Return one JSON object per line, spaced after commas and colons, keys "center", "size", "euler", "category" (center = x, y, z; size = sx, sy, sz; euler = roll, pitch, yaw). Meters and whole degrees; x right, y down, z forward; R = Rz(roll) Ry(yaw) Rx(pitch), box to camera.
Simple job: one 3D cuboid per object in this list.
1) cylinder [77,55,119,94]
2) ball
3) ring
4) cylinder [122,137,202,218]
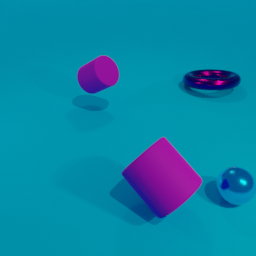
{"center": [-0.900, -1.587, 8.431], "size": [0.924, 0.924, 0.924], "euler": [-14, 16, 45], "category": "cylinder"}
{"center": [2.155, 1.151, 5.604], "size": [0.754, 0.754, 0.754], "euler": [0, 33, 0], "category": "ball"}
{"center": [3.021, -1.776, 10.175], "size": [2.032, 0.406, 2.032], "euler": [-2, 22, 1], "category": "ring"}
{"center": [0.624, 0.917, 5.278], "size": [1.091, 1.091, 1.091], "euler": [49, 49, 8], "category": "cylinder"}
